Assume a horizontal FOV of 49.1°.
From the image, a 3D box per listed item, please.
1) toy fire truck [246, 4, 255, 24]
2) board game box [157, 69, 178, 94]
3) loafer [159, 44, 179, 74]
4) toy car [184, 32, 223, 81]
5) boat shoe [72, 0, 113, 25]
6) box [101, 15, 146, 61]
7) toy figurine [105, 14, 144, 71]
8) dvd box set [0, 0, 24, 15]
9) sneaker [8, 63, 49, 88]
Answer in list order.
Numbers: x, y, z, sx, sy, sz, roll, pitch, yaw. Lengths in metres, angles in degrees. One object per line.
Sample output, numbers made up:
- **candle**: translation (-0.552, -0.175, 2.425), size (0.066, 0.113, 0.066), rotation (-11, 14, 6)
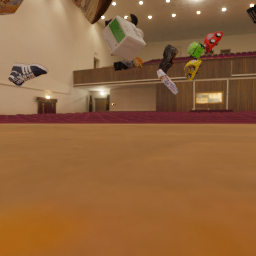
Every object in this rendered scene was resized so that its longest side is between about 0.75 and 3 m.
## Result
- **toy fire truck**: translation (3.581, -2.228, 6.617), size (1.150, 1.788, 1.573), rotation (-34, 7, 25)
- **board game box**: translation (1.692, -2.002, 12.023), size (0.217, 1.053, 1.051), rotation (-41, 17, 17)
- **loafer**: translation (1.820, -2.936, 12.726), size (0.577, 1.596, 0.581), rotation (31, 44, 22)
- **toy car**: translation (2.712, -2.952, 10.861), size (0.511, 2.291, 2.156), rotation (39, 19, 17)
- **boat shoe**: translation (-0.541, -3.457, 6.051), size (0.918, 1.020, 2.827), rotation (41, -29, -8)
- **box**: translation (-0.132, -2.454, 7.716), size (0.711, 0.826, 0.830), rotation (-40, -27, 31)
- **toy figurine**: translation (-0.075, -3.086, 10.220), size (1.205, 1.705, 1.732), rotation (-12, 46, -3)
- **dvd box set**: translation (-3.560, -3.921, 8.040), size (2.033, 0.299, 1.488), rotation (-24, 5, 42)
- **sneaker**: translation (-3.498, -1.817, 9.753), size (1.465, 0.795, 0.513), rotation (8, -23, 20)
